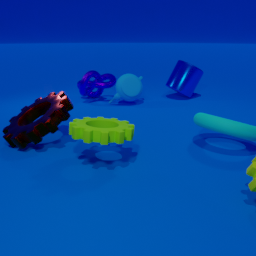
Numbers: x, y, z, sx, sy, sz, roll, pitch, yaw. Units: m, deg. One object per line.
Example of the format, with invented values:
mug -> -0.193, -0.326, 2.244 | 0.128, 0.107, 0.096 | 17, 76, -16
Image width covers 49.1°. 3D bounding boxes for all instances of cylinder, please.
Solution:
cylinder -> 2.596, -2.254, 12.909 | 1.308, 1.308, 1.308 | 26, 9, -5

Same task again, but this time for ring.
ring -> 2.598, -0.032, 7.271 | 1.807, 0.361, 1.807 | 14, 6, -2

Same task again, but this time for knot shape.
knot shape -> -1.358, -1.963, 12.390 | 1.738, 0.858, 1.858 | -19, -5, -8

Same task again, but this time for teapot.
teapot -> -0.049, -1.633, 11.818 | 1.863, 1.158, 0.912 | -41, 9, -17

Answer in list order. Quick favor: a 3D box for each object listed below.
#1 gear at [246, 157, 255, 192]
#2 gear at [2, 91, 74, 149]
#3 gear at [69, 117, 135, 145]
gear -> 2.704, 0.959, 4.763 | 1.298, 0.240, 1.298 | 7, 48, -8
gear -> -2.464, -0.262, 7.689 | 1.987, 0.368, 1.987 | -21, 33, 14
gear -> -0.582, 0.033, 6.312 | 1.434, 0.265, 1.434 | 4, 14, -1
